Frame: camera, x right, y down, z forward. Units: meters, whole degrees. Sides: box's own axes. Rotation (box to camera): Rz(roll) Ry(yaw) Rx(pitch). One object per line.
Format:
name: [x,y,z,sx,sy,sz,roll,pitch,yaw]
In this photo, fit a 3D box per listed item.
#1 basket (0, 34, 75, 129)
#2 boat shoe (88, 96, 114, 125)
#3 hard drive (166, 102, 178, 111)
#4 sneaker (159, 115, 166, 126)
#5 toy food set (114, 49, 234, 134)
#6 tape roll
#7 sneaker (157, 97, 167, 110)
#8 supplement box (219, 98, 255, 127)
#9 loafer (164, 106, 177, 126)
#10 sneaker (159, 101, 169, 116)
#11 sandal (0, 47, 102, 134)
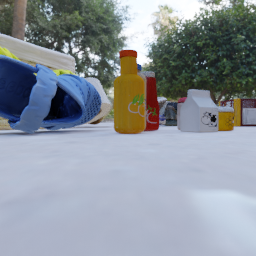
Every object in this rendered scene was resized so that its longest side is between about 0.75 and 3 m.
basket: [-2.798,-0.891,6.345,2.002,1.822,2.954,1,2,26]
boat shoe: [-1.523,-0.722,10.132,0.940,1.099,2.999,-34,27,-30]
hard drive: [2.630,-0.598,11.312,1.339,0.362,1.916,30,-12,-37]
sneaker: [0.494,-0.561,9.819,1.622,0.936,0.655,3,-4,32]
toy food set: [0.706,-0.499,4.593,2.457,1.105,1.173,-1,1,-32]
tape roll: [-1.204,-0.732,7.927,1.237,0.850,1.237,-24,-15,-7]
sneaker: [0.752,-0.904,9.520,1.549,0.579,0.635,-12,51,-49]
supplement box: [4.142,-0.523,9.856,1.401,0.930,1.381,0,1,-5]
loafer: [1.796,-0.458,11.051,0.847,0.742,2.358,0,1,13]
sneaker: [0.933,-0.655,12.695,2.663,1.076,1.538,-2,4,-30]
sandal: [-1.127,-0.365,4.239,1.233,1.126,2.833,26,10,21]
